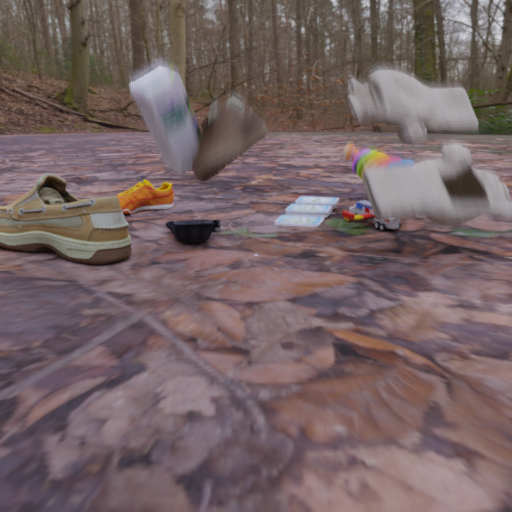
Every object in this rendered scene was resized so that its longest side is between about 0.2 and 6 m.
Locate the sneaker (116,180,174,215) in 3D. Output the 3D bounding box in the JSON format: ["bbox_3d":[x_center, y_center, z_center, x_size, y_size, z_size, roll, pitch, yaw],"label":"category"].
[{"bbox_3d":[-2.730,-1.342,12.657,1.881,0.726,0.686,-16,23,-42],"label":"sneaker"}]

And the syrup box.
[{"bbox_3d":[-1.233,-1.944,8.101,0.549,1.394,0.568,-37,46,-18],"label":"syrup box"}]

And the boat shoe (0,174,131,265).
[{"bbox_3d":[-3.424,-0.747,9.381,3.347,1.275,1.199,8,17,27],"label":"boat shoe"}]

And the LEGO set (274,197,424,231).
[{"bbox_3d":[2.091,-1.083,11.815,2.970,0.729,2.219,5,20,19],"label":"LEGO set"}]

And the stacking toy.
[{"bbox_3d":[2.463,-1.960,12.124,0.934,0.987,1.701,-8,40,-38],"label":"stacking toy"}]

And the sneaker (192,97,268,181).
[{"bbox_3d":[-0.526,-1.713,7.980,0.754,0.809,2.141,-34,9,28],"label":"sneaker"}]

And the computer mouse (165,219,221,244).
[{"bbox_3d":[-1.112,-0.440,10.088,1.058,0.403,1.528,-2,5,-8],"label":"computer mouse"}]

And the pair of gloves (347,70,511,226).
[{"bbox_3d":[2.846,-1.896,9.325,2.525,2.970,0.521,4,-28,-17],"label":"pair of gloves"}]
